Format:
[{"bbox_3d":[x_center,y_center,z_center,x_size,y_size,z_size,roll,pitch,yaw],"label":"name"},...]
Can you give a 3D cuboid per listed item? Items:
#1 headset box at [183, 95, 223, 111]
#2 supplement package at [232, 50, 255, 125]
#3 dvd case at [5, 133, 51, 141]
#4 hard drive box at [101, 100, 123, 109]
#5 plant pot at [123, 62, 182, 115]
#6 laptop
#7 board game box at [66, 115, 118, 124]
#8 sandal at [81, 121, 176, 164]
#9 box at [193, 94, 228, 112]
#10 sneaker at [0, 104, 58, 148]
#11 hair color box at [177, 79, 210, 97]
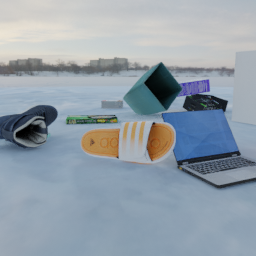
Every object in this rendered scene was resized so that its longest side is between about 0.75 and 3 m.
[{"bbox_3d":[3.435,-1.009,13.094,1.402,0.650,1.220,-7,34,-35],"label":"headset box"},{"bbox_3d":[5.609,-1.603,11.114,1.614,2.911,2.267,-6,12,-30],"label":"supplement package"},{"bbox_3d":[-3.091,0.281,8.727,1.135,0.125,0.828,0,11,3],"label":"dvd case"},{"bbox_3d":[-0.928,-1.424,16.789,1.196,0.459,0.932,1,10,5],"label":"hard drive box"},{"bbox_3d":[0.965,-1.689,13.581,2.388,1.688,1.687,-18,29,54],"label":"plant pot"},{"bbox_3d":[1.974,0.295,5.982,1.820,1.126,1.943,-6,12,-24],"label":"laptop"},{"bbox_3d":[-1.534,-0.375,11.916,2.110,0.248,1.105,-1,13,-7],"label":"board game box"},{"bbox_3d":[-0.154,0.333,6.262,2.407,0.922,0.690,-4,-11,23],"label":"sandal"},{"bbox_3d":[4.430,-1.421,15.518,1.229,0.687,1.741,10,5,-26],"label":"box"},{"bbox_3d":[-2.601,-0.113,8.151,1.740,0.916,2.408,6,20,35],"label":"sneaker"},{"bbox_3d":[3.088,-2.184,15.381,2.427,0.787,1.327,-9,11,-14],"label":"hair color box"}]
